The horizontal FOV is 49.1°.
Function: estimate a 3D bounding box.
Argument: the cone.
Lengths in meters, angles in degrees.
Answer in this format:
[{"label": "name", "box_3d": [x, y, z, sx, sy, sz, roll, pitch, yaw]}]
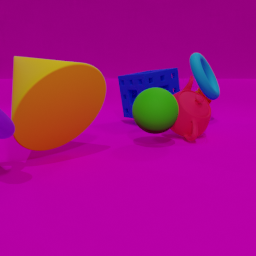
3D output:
[{"label": "cone", "box_3d": [-1.516, -0.774, 4.687, 1.648, 1.648, 1.654, -12, 48, -48]}]

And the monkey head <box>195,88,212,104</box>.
[{"label": "monkey head", "box_3d": [2.656, -1.202, 9.316, 1.023, 0.736, 0.617, -42, 2, -44]}]

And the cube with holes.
[{"label": "cube with holes", "box_3d": [0.595, -0.944, 7.633, 1.162, 1.162, 1.162, -17, 16, -33]}]

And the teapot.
[{"label": "teapot", "box_3d": [1.354, -0.424, 6.217, 1.105, 0.870, 1.777, 17, 48, -14]}]

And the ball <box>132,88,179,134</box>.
[{"label": "ball", "box_3d": [0.526, -0.330, 5.404, 0.891, 0.891, 0.891, 0, 11, 0]}]

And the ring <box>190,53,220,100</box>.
[{"label": "ring", "box_3d": [2.272, -1.521, 8.258, 0.301, 1.503, 1.503, -26, -3, 30]}]

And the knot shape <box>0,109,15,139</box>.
[{"label": "knot shape", "box_3d": [-1.870, -0.233, 3.316, 1.191, 1.273, 0.588, 21, 20, 18]}]
